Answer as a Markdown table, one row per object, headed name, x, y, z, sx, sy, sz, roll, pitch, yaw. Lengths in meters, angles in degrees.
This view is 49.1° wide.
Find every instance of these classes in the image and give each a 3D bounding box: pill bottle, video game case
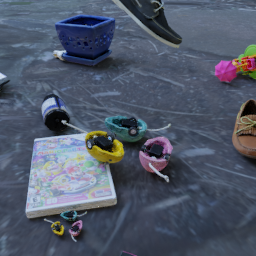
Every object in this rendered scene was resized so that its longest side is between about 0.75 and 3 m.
| name | x | y | z | sx | sy | sz | roll | pitch | yaw |
| --- | --- | --- | --- | --- | --- | --- | --- | --- | --- |
| pill bottle | -2.236 | -0.515 | 8.527 | 0.738 | 0.738 | 1.320 | -11 | 34 | -16 |
| video game case | -1.382 | 0.952 | 6.721 | 1.825 | 0.230 | 2.548 | -7 | 33 | -10 |

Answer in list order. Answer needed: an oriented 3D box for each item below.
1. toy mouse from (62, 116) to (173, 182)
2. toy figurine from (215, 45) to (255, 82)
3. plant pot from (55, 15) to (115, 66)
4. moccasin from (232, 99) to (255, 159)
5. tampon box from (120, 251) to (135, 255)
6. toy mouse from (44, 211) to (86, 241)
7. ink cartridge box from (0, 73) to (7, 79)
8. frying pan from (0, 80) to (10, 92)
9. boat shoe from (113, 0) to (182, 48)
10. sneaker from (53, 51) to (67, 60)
| name | x | y | z | sx | sy | sz | roll | pitch | yaw |
| --- | --- | --- | --- | --- | --- | --- | --- | --- | --- |
| toy mouse | 0.224 | 0.400 | 7.194 | 2.954 | 0.572 | 2.625 | 32 | 34 | 33 |
| toy figurine | 4.275 | -2.466 | 11.356 | 1.689 | 1.378 | 1.835 | -16 | 13 | -8 |
| plant pot | -1.893 | -4.075 | 13.029 | 2.042 | 1.836 | 2.042 | 15 | 35 | 21 |
| moccasin | 3.383 | -0.038 | 7.600 | 0.882 | 0.930 | 2.410 | 13 | 35 | 20 |
| tampon box | 0.431 | 2.505 | 3.424 | 1.565 | 1.173 | 0.988 | 14 | 35 | 21 |
| toy mouse | -1.088 | 1.847 | 5.399 | 0.711 | 0.155 | 0.801 | -27 | 42 | -35 |
| ink cartridge box | -5.317 | -1.649 | 10.383 | 1.440 | 0.312 | 1.426 | -28 | 31 | -26 |
| frying pan | -5.018 | -1.478 | 10.506 | 0.785 | 0.211 | 1.298 | -1 | 30 | 3 |
| boat shoe | 0.625 | -3.483 | 8.302 | 2.767 | 0.935 | 0.994 | 46 | 31 | 4 |
| sneaker | -3.334 | -3.491 | 13.503 | 0.628 | 0.400 | 1.086 | -1 | 23 | 2 |
